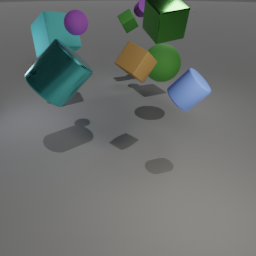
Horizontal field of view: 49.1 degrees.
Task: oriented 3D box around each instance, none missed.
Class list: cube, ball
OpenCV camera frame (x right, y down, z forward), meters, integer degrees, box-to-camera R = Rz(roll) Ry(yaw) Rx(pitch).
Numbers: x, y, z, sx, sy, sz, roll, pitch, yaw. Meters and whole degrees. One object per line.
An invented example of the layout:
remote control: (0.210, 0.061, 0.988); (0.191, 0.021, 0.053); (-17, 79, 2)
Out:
cube: (-2.950, -3.756, 11.457); (1.400, 1.400, 1.400); (-12, 0, -39)
cube: (0.003, -5.353, 14.033); (0.700, 0.700, 0.700); (-29, 61, 11)
ball: (1.271, -2.429, 10.466); (1.400, 1.400, 1.400); (0, 28, 0)
cube: (0.218, -1.744, 7.449); (0.700, 0.700, 0.700); (37, 7, 25)
cube: (1.572, -4.655, 11.917); (1.400, 1.400, 1.400); (-17, 54, -16)
ball: (-1.494, -3.030, 8.066); (0.700, 0.700, 0.700); (0, 28, 0)

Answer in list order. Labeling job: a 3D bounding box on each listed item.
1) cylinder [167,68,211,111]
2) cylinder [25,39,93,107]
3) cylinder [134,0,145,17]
cylinder: (1.361, -0.851, 6.267); (0.700, 0.700, 0.700); (35, 31, -25)
cylinder: (-1.970, -1.568, 8.073); (1.400, 1.400, 1.400); (42, 10, -9)
cylinder: (0.719, -5.932, 13.860); (0.700, 0.700, 0.700); (-10, 6, -18)
